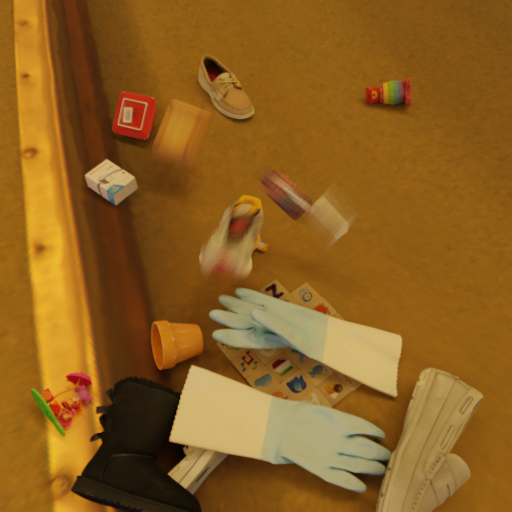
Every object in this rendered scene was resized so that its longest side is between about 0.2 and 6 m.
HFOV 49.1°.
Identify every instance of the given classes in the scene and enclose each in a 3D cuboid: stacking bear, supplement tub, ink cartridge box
[{"bbox_3d":[3.370,-4.169,14.381,1.114,0.676,0.633,-3,21,11],"label":"stacking bear"},{"bbox_3d":[0.501,-1.060,9.559,0.892,0.477,0.477,44,63,1],"label":"supplement tub"},{"bbox_3d":[-3.278,-1.668,12.674,0.941,0.404,0.689,33,61,20],"label":"ink cartridge box"}]

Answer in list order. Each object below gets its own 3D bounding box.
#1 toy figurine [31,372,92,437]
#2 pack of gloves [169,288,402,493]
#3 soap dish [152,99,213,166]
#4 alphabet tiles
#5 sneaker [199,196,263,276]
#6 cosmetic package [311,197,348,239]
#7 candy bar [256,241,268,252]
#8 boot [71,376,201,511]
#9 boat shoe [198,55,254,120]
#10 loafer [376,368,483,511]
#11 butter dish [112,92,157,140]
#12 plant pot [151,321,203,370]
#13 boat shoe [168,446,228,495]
[{"bbox_3d":[-3.194,2.434,9.631,0.901,0.735,0.978,-34,82,-33],"label":"toy figurine"},{"bbox_3d":[0.741,2.000,9.313,3.622,0.715,3.043,17,52,-3],"label":"pack of gloves"},{"bbox_3d":[-1.623,-2.723,12.186,0.984,0.508,1.251,22,88,7],"label":"soap dish"},{"bbox_3d":[0.690,1.665,10.451,2.239,0.085,2.691,-32,60,-22],"label":"alphabet tiles"},{"bbox_3d":[-0.416,-0.439,10.529,0.978,1.032,2.512,14,26,1],"label":"sneaker"},{"bbox_3d":[1.401,-0.722,10.666,0.753,0.268,0.396,45,30,-14],"label":"cosmetic package"},{"bbox_3d":[-0.246,-0.391,11.824,1.119,0.124,0.279,27,37,10],"label":"candy bar"},{"bbox_3d":[-1.621,3.001,8.761,2.363,0.874,1.936,4,54,26],"label":"boot"},{"bbox_3d":[-0.836,-4.353,14.403,0.833,0.747,2.250,-30,60,-20],"label":"boat shoe"},{"bbox_3d":[2.679,3.254,8.637,1.165,1.167,3.337,17,55,21],"label":"loafer"},{"bbox_3d":[-2.863,-3.395,13.754,1.039,0.770,1.042,15,97,14],"label":"butter dish"},{"bbox_3d":[-1.410,1.569,10.122,0.785,0.858,0.858,-6,53,-23],"label":"plant pot"},{"bbox_3d":[-0.961,3.181,9.073,0.709,0.614,1.662,34,73,29],"label":"boat shoe"}]
